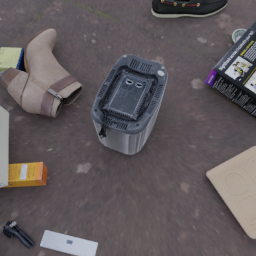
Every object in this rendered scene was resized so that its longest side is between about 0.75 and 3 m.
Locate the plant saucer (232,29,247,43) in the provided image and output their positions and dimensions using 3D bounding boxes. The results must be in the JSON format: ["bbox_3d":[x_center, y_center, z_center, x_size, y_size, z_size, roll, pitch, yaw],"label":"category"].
[{"bbox_3d":[3.646,-2.797,8.913,0.756,0.190,0.756,3,68,-6],"label":"plant saucer"}]

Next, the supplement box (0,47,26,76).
[{"bbox_3d":[-3.456,-1.922,8.302,0.771,0.518,0.772,2,62,1],"label":"supplement box"}]

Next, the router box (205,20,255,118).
[{"bbox_3d":[3.950,-1.775,8.008,2.170,0.743,2.910,39,69,13],"label":"router box"}]

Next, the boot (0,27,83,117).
[{"bbox_3d":[-2.173,-1.550,7.984,1.971,0.947,2.696,28,67,7],"label":"boot"}]

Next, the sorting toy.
[{"bbox_3d":[3.018,1.463,6.684,1.662,0.328,1.796,-25,61,-13],"label":"sorting toy"}]

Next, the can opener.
[{"bbox_3d":[-2.420,2.376,6.250,0.840,0.330,0.266,29,27,11],"label":"can opener"}]

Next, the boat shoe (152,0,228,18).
[{"bbox_3d":[2.134,-4.338,9.413,2.671,0.837,0.977,-6,62,-5],"label":"boat shoe"}]

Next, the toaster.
[{"bbox_3d":[0.030,-0.426,6.899,1.415,1.608,2.490,18,63,10],"label":"toaster"}]

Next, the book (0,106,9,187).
[{"bbox_3d":[-4.249,0.723,6.571,2.894,0.695,1.933,-14,64,3],"label":"book"}]

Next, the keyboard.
[{"bbox_3d":[-1.308,2.587,6.220,1.244,0.066,0.350,11,58,6],"label":"keyboard"}]

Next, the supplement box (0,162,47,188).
[{"bbox_3d":[-2.725,1.139,6.726,1.435,0.477,0.494,-5,62,-3],"label":"supplement box"}]
